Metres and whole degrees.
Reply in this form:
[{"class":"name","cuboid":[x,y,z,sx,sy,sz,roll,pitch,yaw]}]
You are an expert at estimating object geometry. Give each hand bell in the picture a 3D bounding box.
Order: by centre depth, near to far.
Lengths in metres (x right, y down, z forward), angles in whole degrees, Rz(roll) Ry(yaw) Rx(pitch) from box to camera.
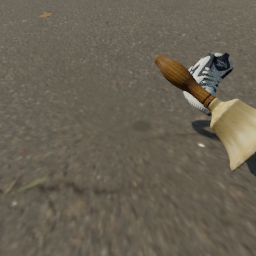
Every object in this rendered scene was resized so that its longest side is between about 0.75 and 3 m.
[{"class":"hand bell","cuboid":[1.405,-0.541,5.021,1.264,1.264,2.428,-31,68,-34]}]

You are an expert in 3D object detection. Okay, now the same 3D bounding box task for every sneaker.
[{"class":"sneaker","cuboid":[2.043,-1.236,6.871,0.782,1.275,1.960,33,31,-12]}]
